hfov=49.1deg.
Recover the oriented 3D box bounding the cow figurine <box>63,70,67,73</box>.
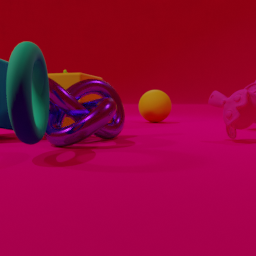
[{"bbox_3d":[-1.486,-1.069,8.580,1.456,1.433,0.799,-6,39,-17],"label":"cow figurine"}]

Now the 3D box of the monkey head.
[{"bbox_3d":[1.808,-0.357,4.752,0.637,1.058,0.761,9,19,-47],"label":"monkey head"}]

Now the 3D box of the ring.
[{"bbox_3d":[-1.133,-0.395,3.277,0.236,1.181,1.181,0,5,-5],"label":"ring"}]

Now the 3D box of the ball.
[{"bbox_3d":[0.877,-0.704,9.087,1.056,1.056,1.056,0,5,0],"label":"ball"}]

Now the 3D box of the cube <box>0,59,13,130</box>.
[{"bbox_3d":[-2.555,-0.658,5.105,1.147,1.147,1.147,13,-1,42],"label":"cube"}]

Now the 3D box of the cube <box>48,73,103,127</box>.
[{"bbox_3d":[-1.485,-0.662,7.134,1.313,1.313,1.313,2,5,17],"label":"cube"}]

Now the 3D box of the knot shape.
[{"bbox_3d":[-0.804,-0.278,4.653,1.841,0.851,1.723,11,22,-18],"label":"knot shape"}]

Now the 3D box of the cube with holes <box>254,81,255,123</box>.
[{"bbox_3d":[3.223,-0.583,6.556,0.738,0.738,0.738,17,-33,8],"label":"cube with holes"}]
